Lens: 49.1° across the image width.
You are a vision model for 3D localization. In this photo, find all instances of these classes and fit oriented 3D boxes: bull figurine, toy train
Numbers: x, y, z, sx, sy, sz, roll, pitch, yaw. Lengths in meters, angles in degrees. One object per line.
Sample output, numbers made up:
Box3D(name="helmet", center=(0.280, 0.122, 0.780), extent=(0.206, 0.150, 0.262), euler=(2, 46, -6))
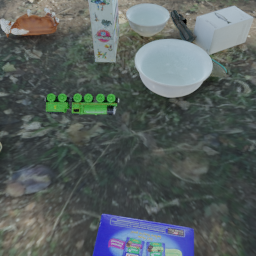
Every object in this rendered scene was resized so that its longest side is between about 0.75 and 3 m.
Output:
Box3D(name="bull figurine", center=(-4.500, -4.872, 13.030), extent=(2.650, 0.863, 1.609), euler=(4, 51, 3))
Box3D(name="toy train", center=(-1.124, -0.567, 6.845), extent=(1.813, 0.378, 0.511), euler=(1, 87, 0))

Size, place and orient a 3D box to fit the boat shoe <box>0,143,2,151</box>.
Box3D(name="boat shoe", center=(-4.754, 0.942, 8.307), extent=(0.707, 0.772, 2.067), euler=(26, 54, 27))

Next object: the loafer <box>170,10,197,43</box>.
Box3D(name="loafer", center=(2.533, -4.628, 12.651), extent=(0.681, 0.596, 1.896), euler=(0, 64, -50))

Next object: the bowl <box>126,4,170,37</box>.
Box3D(name="bowl", center=(0.897, -4.896, 13.037), extent=(1.980, 0.890, 1.980), euler=(0, 50, 0))

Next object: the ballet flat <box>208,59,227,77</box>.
Box3D(name="ballet flat", center=(2.694, -2.601, 11.323), extent=(0.861, 0.911, 2.704), euler=(-46, 59, 0))

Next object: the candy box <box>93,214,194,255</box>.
Box3D(name="candy box", center=(0.222, 3.456, 6.073), extent=(2.241, 1.021, 2.650), euler=(8, 50, 5))

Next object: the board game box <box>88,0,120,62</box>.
Box3D(name="board game box", center=(-0.906, -4.486, 11.368), extent=(0.938, 2.919, 2.153), euler=(2, 50, 4))

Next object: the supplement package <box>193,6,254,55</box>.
Box3D(name="supplement package", center=(4.125, -4.316, 12.326), extent=(2.136, 1.253, 1.249), euler=(-23, 54, -18))

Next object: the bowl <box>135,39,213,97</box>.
Box3D(name="bowl", center=(1.615, -2.033, 10.437), extent=(2.760, 1.240, 2.760), euler=(1, 51, -1))
